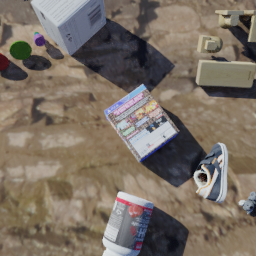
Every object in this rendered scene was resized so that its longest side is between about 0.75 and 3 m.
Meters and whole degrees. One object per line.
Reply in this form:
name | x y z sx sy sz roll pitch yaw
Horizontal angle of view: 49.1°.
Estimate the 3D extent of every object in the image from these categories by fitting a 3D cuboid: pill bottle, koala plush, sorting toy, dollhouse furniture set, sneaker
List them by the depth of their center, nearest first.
sneaker | 2.437 1.163 8.238 0.801 0.791 2.016 17 47 1
pill bottle | -0.078 3.619 9.854 1.361 1.361 2.458 18 79 4
koala plush | 4.625 2.821 10.476 0.683 0.707 0.770 44 103 -4
sorting toy | -4.741 -3.386 11.766 2.556 0.886 0.880 -28 56 -4
dollhouse furniture set | 4.255 -3.416 11.787 2.735 2.343 2.876 3 113 1

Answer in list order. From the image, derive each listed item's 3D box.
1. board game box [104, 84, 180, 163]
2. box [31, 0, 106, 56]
board game box | 0.498 -0.145 10.773 1.831 1.112 2.297 -35 80 -7
box | -2.206 -4.541 11.113 1.493 2.272 2.284 43 81 8
